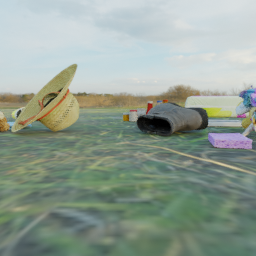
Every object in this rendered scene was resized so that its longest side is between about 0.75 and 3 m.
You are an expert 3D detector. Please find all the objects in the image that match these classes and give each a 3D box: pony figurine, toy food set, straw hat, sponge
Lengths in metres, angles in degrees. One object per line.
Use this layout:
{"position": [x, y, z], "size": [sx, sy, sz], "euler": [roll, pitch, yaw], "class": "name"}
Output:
{"position": [3.927, -0.684, 6.845], "size": [2.748, 2.370, 2.846], "euler": [-32, -2, 18], "class": "pony figurine"}
{"position": [0.825, -0.788, 12.535], "size": [2.125, 0.956, 1.014], "euler": [0, 5, 0], "class": "toy food set"}
{"position": [-1.918, -0.512, 7.650], "size": [1.057, 2.498, 2.498], "euler": [46, -18, -25], "class": "straw hat"}
{"position": [1.872, 0.221, 5.249], "size": [0.617, 0.165, 1.107], "euler": [1, 5, 11], "class": "sponge"}

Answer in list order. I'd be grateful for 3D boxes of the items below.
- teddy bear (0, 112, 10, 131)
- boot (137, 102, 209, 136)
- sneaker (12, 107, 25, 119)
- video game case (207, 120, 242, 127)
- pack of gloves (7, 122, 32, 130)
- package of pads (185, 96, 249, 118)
{"position": [-3.705, -0.175, 7.461], "size": [1.019, 0.469, 1.405], "euler": [15, 12, 22], "class": "teddy bear"}
{"position": [0.831, -0.256, 7.605], "size": [1.543, 0.818, 2.343], "euler": [-9, 5, -32], "class": "boot"}
{"position": [-4.396, -0.706, 12.857], "size": [0.891, 0.772, 1.974], "euler": [1, 5, 40], "class": "sneaker"}
{"position": [3.365, -0.171, 9.939], "size": [1.547, 0.178, 1.409], "euler": [1, 5, 2], "class": "video game case"}
{"position": [-4.251, -0.195, 8.550], "size": [1.897, 0.446, 2.258], "euler": [2, 6, 26], "class": "pack of gloves"}
{"position": [3.938, -0.933, 12.229], "size": [2.775, 0.946, 2.144], "euler": [2, 5, 14], "class": "package of pads"}
